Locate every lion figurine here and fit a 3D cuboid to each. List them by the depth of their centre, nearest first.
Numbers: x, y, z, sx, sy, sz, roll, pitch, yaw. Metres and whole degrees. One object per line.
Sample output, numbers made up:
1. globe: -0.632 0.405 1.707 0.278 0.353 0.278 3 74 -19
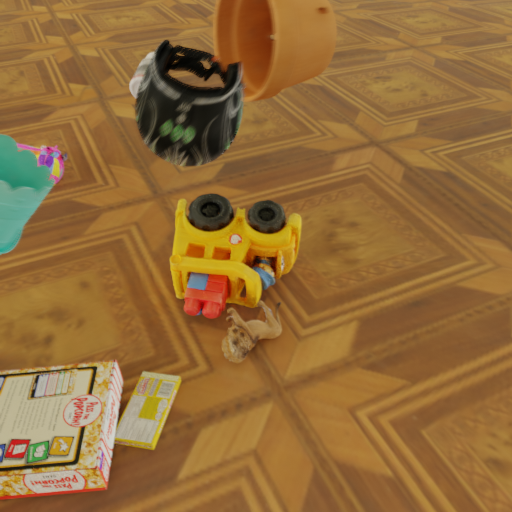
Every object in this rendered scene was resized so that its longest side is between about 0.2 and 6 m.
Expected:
1. lion figurine: 0.002 1.213 9.147 1.367 0.495 0.837 -15 54 -26

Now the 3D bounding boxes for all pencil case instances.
1. pencil case: -5.546 -2.225 13.019 2.184 0.965 0.965 8 40 11

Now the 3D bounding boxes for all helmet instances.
1. helmet: -1.096 -2.387 9.195 1.905 1.816 1.905 7 57 -11

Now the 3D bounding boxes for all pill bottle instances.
1. pill bottle: -2.264 -3.850 12.019 0.629 0.629 1.086 6 51 8

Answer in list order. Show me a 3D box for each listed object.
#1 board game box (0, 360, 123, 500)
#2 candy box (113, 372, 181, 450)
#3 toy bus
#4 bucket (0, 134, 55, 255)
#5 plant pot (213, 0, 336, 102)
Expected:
1. board game box: -3.103 2.335 7.603 2.320 0.537 1.757 -5 39 0
2. candy box: -1.570 2.219 8.144 0.618 0.160 1.209 3 39 14
3. toy bus: -0.416 0.196 9.743 2.267 1.538 2.176 6 53 3
4. bucket: -3.932 -0.949 7.713 1.946 1.266 1.946 33 15 -10
5. plant pot: 0.438 -4.465 11.342 1.728 2.468 2.468 -14 41 -29
